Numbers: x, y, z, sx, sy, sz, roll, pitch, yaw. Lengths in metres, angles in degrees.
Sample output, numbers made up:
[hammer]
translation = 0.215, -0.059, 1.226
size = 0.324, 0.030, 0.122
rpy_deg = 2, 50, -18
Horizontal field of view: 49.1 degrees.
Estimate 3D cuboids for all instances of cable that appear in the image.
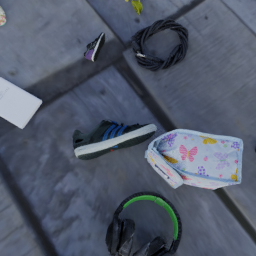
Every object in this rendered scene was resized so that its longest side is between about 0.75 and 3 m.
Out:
[cable]
translation = 1.129, -2.674, 8.988
size = 1.958, 0.497, 1.597
rpy_deg = -22, 74, -7

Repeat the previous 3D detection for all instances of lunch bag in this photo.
[lunch bag]
translation = 1.533, 0.858, 7.203
size = 2.153, 1.826, 1.369
rpy_deg = 12, 74, 1

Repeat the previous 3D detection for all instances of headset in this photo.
[headset]
translation = 0.224, 2.880, 6.812
size = 1.793, 1.365, 2.904
rpy_deg = 29, 64, 9

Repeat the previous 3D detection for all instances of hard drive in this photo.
[hard drive]
translation = -3.562, -0.776, 8.551
size = 1.554, 0.197, 1.025
rpy_deg = 29, 75, 9

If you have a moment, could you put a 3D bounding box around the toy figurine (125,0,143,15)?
[toy figurine]
translation = 0.365, -4.721, 9.498
size = 0.921, 0.811, 1.537
rpy_deg = -28, 76, -14

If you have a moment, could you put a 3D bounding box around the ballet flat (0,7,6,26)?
[ballet flat]
translation = -4.753, -4.240, 9.427
size = 0.691, 0.584, 1.828
rpy_deg = -34, 76, -11

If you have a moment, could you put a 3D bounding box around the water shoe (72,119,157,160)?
[water shoe]
translation = -0.405, 0.117, 7.933
size = 2.424, 0.867, 0.956
rpy_deg = -17, 71, -6

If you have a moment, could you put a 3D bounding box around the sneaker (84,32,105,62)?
[sneaker]
translation = -1.102, -2.692, 9.061
size = 0.461, 0.399, 1.054
rpy_deg = 20, 74, 11
